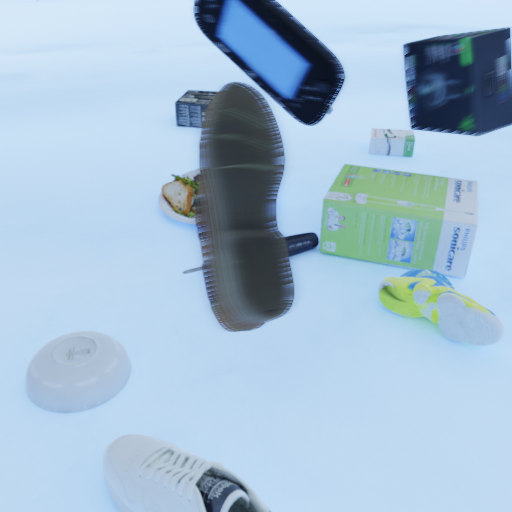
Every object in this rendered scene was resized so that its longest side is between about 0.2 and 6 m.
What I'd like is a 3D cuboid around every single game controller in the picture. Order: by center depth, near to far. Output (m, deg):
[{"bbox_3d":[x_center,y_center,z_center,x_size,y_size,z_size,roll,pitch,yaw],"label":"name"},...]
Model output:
[{"bbox_3d":[0.136,-3.156,8.430,2.722,1.420,0.573,44,56,3],"label":"game controller"}]

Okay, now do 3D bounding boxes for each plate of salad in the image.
[{"bbox_3d":[-0.800,-1.427,11.552,2.510,0.603,2.510,-5,35,3],"label":"plate of salad"}]

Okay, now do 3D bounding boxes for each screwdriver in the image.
[{"bbox_3d":[-0.046,0.036,9.697,2.606,0.379,0.364,-18,36,-21],"label":"screwdriver"}]

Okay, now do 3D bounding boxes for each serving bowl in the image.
[{"bbox_3d":[-2.334,1.400,7.317,1.354,0.445,1.354,1,32,0],"label":"serving bowl"}]

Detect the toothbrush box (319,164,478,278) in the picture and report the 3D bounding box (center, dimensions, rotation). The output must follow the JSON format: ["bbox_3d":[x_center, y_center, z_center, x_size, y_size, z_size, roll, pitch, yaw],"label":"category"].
[{"bbox_3d":[2.587,-0.716,10.111,2.531,1.090,1.843,9,32,16],"label":"toothbrush box"}]

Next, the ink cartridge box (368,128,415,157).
[{"bbox_3d":[3.435,-2.892,14.238,1.097,0.463,0.801,6,32,9],"label":"ink cartridge box"}]

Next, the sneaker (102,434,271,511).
[{"bbox_3d":[-0.612,2.282,5.408,2.407,0.969,0.919,21,39,32],"label":"sneaker"}]

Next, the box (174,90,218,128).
[{"bbox_3d":[-1.353,-4.233,16.167,1.647,0.709,1.349,5,32,8],"label":"box"}]

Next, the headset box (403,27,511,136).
[{"bbox_3d":[3.667,-3.114,10.107,0.888,1.667,1.914,-20,23,-19],"label":"headset box"}]

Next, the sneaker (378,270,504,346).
[{"bbox_3d":[2.831,0.622,8.309,1.917,0.726,1.007,24,39,35],"label":"sneaker"}]

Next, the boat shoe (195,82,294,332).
[{"bbox_3d":[-0.279,-0.527,5.907,0.956,0.903,2.657,9,68,-28],"label":"boat shoe"}]

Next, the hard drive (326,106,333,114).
[{"bbox_3d":[0.996,-3.238,10.676,0.801,0.160,1.215,15,45,-26],"label":"hard drive"}]
